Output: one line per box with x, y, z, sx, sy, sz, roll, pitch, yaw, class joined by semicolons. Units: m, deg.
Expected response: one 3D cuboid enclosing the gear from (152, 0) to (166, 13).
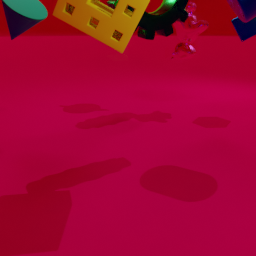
0.807;-4.023;8.649;1.923;1.923;0.356;-11;40;-27;gear

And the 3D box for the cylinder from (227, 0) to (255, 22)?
2.378;-2.691;5.170;1.024;1.024;1.024;-33;11;20;cylinder

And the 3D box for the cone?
-2.513;-2.406;6.395;1.015;1.019;1.015;24;40;-22;cone

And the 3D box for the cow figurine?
1.811;-3.032;9.067;1.533;1.558;0.855;-34;-1;33;cow figurine

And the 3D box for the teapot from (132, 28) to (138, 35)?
-0.475;-3.619;9.956;2.004;0.981;1.246;20;-5;17;teapot

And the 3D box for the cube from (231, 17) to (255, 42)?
3.721;-3.171;8.506;0.739;0.739;0.739;-25;6;41;cube

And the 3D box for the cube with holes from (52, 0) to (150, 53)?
-0.281;-1.949;4.142;1.081;1.081;1.081;26;24;-10;cube with holes

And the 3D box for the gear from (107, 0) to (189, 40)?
0.499;-2.747;5.443;1.924;1.924;0.356;-11;29;-27;gear
